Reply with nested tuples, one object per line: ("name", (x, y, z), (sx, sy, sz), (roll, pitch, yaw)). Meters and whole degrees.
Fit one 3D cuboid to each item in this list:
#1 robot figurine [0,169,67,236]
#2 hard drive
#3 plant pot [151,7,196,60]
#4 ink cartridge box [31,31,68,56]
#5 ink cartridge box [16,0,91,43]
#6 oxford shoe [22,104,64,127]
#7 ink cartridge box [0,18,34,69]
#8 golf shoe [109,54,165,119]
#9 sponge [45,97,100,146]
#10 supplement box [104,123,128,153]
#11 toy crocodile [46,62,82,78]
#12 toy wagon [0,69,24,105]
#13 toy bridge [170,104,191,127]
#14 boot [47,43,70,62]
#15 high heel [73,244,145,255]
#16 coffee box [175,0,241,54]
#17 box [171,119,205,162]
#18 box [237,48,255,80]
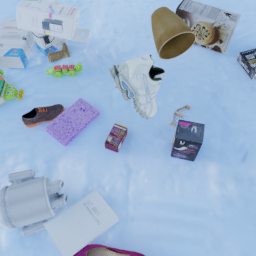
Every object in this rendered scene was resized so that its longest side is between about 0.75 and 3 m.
("robot figurine", (-3.247, 2.401, 9.062), (2.444, 1.380, 2.072), (-14, 89, -8))
("hard drive", (-1.490, 3.059, 9.060), (2.025, 0.270, 1.336), (-29, 57, -28))
("plant pot", (1.375, -3.318, 9.471), (1.354, 1.354, 1.453), (-19, 72, -10))
("ink cartridge box", (-3.630, -4.456, 12.770), (1.341, 1.848, 0.774), (-38, 67, -20))
("ink cartridge box", (-2.530, -3.879, 9.969), (2.406, 0.810, 1.409), (11, 38, -8))
("oxford shoe", (-3.392, -0.582, 11.233), (1.715, 0.622, 0.610), (-27, 63, -15))
("ink cartridge box", (-5.302, -3.983, 13.071), (1.456, 0.851, 2.510), (3, 60, 2))
("golf shoe", (0.619, -1.162, 8.396), (1.358, 2.794, 1.094), (-28, 65, 11))
("sponge", (-2.207, -0.277, 11.245), (1.112, 0.297, 1.993), (37, 66, 19))
("supplement box", (-0.447, 0.374, 10.790), (0.552, 0.428, 1.000), (20, 62, 11))
("toy crocodile", (-2.837, -2.612, 12.487), (1.610, 0.497, 0.544), (-5, 60, -2))
("toy wagon", (-5.928, -1.592, 11.851), (2.875, 0.569, 2.230), (1, 60, 1))
("toy bridge", (2.077, -0.544, 11.480), (0.405, 0.164, 1.205), (34, 65, 21))
("boot", (-3.301, -3.567, 13.145), (1.002, 0.332, 0.878), (-18, 61, -9))
("high heel", (-0.631, 3.861, 8.291), (2.593, 1.246, 0.874), (3, 60, 2))
("coffee box", (3.557, -4.755, 13.085), (2.754, 1.556, 1.099), (23, 58, 13))
("box", (2.124, 0.469, 10.096), (0.935, 1.529, 0.811), (11, 61, 7))
("box", (6.078, -3.020, 12.753), (1.734, 0.431, 1.367), (-17, 62, -10))
